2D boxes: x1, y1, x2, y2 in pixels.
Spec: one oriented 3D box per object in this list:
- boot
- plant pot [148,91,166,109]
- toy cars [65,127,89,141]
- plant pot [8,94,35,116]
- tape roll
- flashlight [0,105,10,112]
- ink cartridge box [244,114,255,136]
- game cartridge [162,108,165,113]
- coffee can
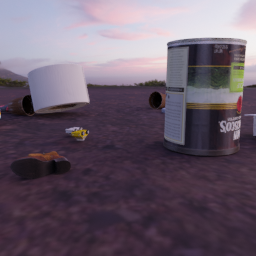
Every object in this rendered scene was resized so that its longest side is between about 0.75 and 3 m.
[{"bbox_3d":[-1.754,0.597,5.371,1.060,0.386,1.126,-7,12,-30],"label":"boot"},{"bbox_3d":[1.788,-1.476,15.304,0.962,0.971,0.971,1,7,-45],"label":"plant pot"},{"bbox_3d":[-1.454,0.171,8.000,0.580,0.286,1.294,-2,7,-25],"label":"toy cars"},{"bbox_3d":[-4.844,-1.002,12.756,0.950,0.959,0.959,-4,8,24],"label":"plant pot"},{"bbox_3d":[-3.115,-1.736,12.653,2.502,1.718,2.502,-12,-1,0],"label":"tape roll"},{"bbox_3d":[-6.070,-0.994,13.448,1.680,0.571,0.569,0,3,-3],"label":"flashlight"},{"bbox_3d":[4.381,-0.072,7.891,1.108,0.638,1.912,-3,4,-25],"label":"ink cartridge box"},{"bbox_3d":[2.304,-0.868,13.743,1.197,0.249,0.797,-5,16,-24],"label":"game cartridge"},{"bbox_3d":[1.817,-0.778,6.830,1.851,2.530,1.851,0,10,0],"label":"coffee can"}]
